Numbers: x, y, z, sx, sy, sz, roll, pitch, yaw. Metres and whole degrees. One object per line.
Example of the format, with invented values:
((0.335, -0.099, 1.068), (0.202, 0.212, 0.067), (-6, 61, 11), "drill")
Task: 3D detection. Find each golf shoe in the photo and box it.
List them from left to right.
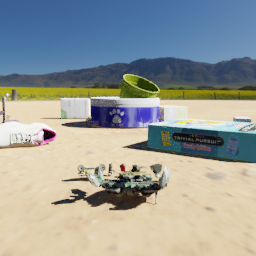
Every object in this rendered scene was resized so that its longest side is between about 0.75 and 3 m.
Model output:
((-2.696, 0.181, 7.348), (0.812, 0.668, 1.775), (11, 14, 42), "golf shoe")

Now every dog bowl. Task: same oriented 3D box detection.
((-0.136, -0.739, 12.226), (2.996, 1.180, 2.996), (0, 7, 0), "dog bowl")

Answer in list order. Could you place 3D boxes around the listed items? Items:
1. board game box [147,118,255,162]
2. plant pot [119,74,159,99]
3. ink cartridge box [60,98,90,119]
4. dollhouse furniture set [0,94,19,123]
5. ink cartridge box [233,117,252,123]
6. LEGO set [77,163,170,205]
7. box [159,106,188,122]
((2.186, 0.197, 7.157), (2.721, 0.639, 2.054), (5, 9, 34), "board game box")
((0.295, -1.225, 12.003), (1.623, 1.563, 1.623), (18, 26, -9), "plant pot")
((-2.799, -1.044, 15.007), (1.487, 1.081, 0.651), (0, 7, 1), "ink cartridge box")
((-6.215, -0.947, 13.235), (1.499, 1.342, 1.891), (-6, 9, -39), "dollhouse furniture set")
((4.839, -0.274, 11.898), (0.610, 0.352, 0.840), (2, 8, 13), "ink cartridge box")
((-0.054, 0.776, 3.987), (1.172, 0.511, 1.805), (0, -6, -17), "LEGO set")
((1.968, -0.724, 13.939), (1.495, 0.723, 1.315), (-4, 8, -32), "box")
